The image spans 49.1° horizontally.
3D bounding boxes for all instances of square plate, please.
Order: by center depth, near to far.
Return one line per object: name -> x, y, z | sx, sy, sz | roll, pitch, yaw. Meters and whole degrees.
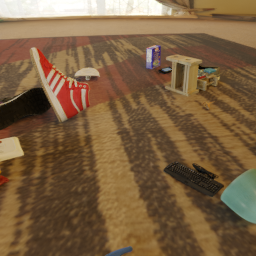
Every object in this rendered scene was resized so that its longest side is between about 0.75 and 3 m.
square plate -> -3.915, 0.642, 8.572 | 1.208, 0.172, 1.196 | -14, 30, -25

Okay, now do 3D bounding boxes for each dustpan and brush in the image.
dustpan and brush -> -2.139, -3.004, 15.310 | 1.313, 0.538, 1.881 | 0, 34, -1

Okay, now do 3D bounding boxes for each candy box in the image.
candy box -> 1.530, -4.253, 16.791 | 0.467, 1.214, 1.026 | 18, 33, 31

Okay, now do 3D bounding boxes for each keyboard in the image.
keyboard -> 1.756, 1.192, 7.387 | 1.538, 0.305, 0.801 | 25, 37, 38

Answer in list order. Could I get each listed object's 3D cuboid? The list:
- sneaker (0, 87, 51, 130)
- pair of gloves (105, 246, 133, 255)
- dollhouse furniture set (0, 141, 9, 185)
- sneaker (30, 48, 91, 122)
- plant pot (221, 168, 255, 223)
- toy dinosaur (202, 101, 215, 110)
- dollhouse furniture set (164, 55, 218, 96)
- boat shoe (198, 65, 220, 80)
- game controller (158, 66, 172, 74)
sneaker -> -4.263, -0.933, 10.696 | 1.252, 1.083, 2.860 | 15, 31, 37
pair of gloves -> -0.208, 2.723, 4.572 | 1.441, 0.204, 1.793 | 1, 29, -1
dollhouse furniture set -> -4.059, 1.163, 6.428 | 0.932, 1.233, 2.291 | 17, 31, 29
sneaker -> -2.383, -1.778, 10.256 | 1.568, 2.788, 0.993 | -26, 11, -13
plant pot -> 2.684, 1.531, 6.051 | 1.026, 1.026, 0.823 | -16, 49, -28
toy dinosaur -> 3.306, -0.953, 11.631 | 0.441, 0.251, 0.831 | 30, 38, 3
dollhouse furniture set -> 3.072, -2.698, 13.448 | 2.207, 1.556, 1.547 | -22, 35, -33
boat shoe -> 3.841, -3.124, 15.200 | 2.302, 0.688, 0.823 | 16, 31, 27
game controller -> 2.223, -3.328, 16.104 | 1.046, 0.220, 0.546 | -24, 36, -37
